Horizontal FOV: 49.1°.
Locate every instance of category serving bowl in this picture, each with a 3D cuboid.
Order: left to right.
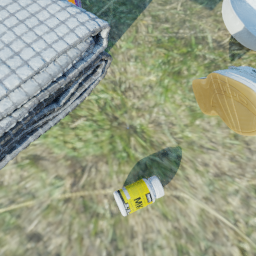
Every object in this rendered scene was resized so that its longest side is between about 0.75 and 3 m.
[{"bbox_3d":[3.742,-3.204,8.529,2.316,0.762,2.316,11,62,-21],"label":"serving bowl"}]

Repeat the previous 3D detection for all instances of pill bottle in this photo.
[{"bbox_3d":[0.247,1.486,6.242,1.020,0.583,0.583,-23,64,-11],"label":"pill bottle"}]

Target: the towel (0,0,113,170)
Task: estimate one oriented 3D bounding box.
[{"bbox_3d":[-1.726,-0.665,3.209,2.100,1.086,2.537,36,65,15],"label":"towel"}]

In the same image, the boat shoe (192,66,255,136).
[{"bbox_3d":[1.945,-0.653,4.849,1.002,2.890,1.023,-20,103,3],"label":"boat shoe"}]

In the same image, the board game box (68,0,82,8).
[{"bbox_3d":[-2.559,-3.109,7.643,2.550,2.552,2.550,-7,61,-4],"label":"board game box"}]
